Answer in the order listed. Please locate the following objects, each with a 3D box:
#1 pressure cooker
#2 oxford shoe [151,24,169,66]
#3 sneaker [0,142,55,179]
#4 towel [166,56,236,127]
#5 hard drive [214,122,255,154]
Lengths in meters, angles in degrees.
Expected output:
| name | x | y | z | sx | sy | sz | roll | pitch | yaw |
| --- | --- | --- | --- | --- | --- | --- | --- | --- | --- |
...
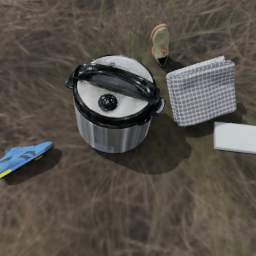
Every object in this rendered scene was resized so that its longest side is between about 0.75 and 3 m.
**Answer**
| name | x | y | z | sx | sy | sz | roll | pitch | yaw |
| --- | --- | --- | --- | --- | --- | --- | --- | --- | --- |
| pressure cooker | -0.297 | -0.633 | 6.968 | 2.056 | 2.338 | 2.088 | -21 | 65 | -14 |
| oxford shoe | 1.047 | -2.474 | 8.431 | 0.563 | 1.591 | 0.587 | -20 | 71 | 1 |
| sneaker | -2.732 | 0.671 | 7.262 | 1.617 | 0.533 | 0.634 | -29 | 84 | -12 |
| towel | 2.051 | -0.964 | 7.576 | 1.810 | 1.498 | 0.774 | -17 | 21 | -4 |
| hard drive | 3.017 | 0.263 | 7.765 | 1.225 | 0.161 | 0.808 | 7 | 62 | 2 |
